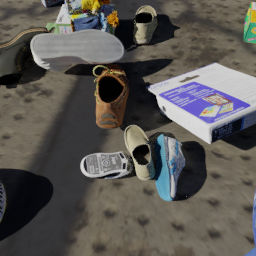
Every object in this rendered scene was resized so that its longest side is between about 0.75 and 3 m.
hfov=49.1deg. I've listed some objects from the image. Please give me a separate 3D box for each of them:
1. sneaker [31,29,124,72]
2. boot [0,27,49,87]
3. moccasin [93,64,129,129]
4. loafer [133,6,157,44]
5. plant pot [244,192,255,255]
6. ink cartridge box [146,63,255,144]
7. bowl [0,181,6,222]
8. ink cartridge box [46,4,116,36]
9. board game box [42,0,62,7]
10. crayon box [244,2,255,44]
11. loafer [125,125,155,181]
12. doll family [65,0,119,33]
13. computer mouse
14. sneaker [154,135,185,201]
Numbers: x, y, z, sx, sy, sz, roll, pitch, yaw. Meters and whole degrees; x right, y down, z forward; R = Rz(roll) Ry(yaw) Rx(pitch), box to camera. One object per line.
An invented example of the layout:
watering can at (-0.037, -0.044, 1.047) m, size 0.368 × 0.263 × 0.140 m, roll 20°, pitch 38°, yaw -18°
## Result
sneaker at (-1.627, -2.416, 8.959) m, size 2.772 × 1.602 × 1.021 m, roll -2°, pitch 89°, yaw -18°
boot at (-3.506, -2.351, 9.475) m, size 2.375 × 0.920 × 1.643 m, roll -30°, pitch 59°, yaw -8°
moccasin at (-0.511, -1.186, 8.084) m, size 1.027 × 1.084 × 2.807 m, roll 6°, pitch 38°, yaw 4°
loafer at (0.706, -4.248, 11.038) m, size 0.920 × 0.830 × 2.431 m, roll 5°, pitch 49°, yaw 4°
plant pot at (3.626, 1.797, 4.558) m, size 2.863 × 2.863 × 2.574 m, roll 24°, pitch 60°, yaw 19°
ink cartridge box at (2.456, -0.894, 8.036) m, size 2.888 × 0.632 × 2.915 m, roll -21°, pitch 36°, yaw -19°
bowl at (-3.893, 1.546, 5.843) m, size 2.301 × 1.080 × 2.301 m, roll 0°, pitch 48°, yaw 0°
ink cartridge box at (-1.946, -4.070, 10.875) m, size 2.864 × 0.849 × 1.487 m, roll 1°, pitch 49°, yaw 1°
board game box at (-3.666, -6.317, 13.031) m, size 1.763 × 0.544 × 1.762 m, roll 22°, pitch 52°, yaw 18°
crayon box at (6.044, -3.857, 10.683) m, size 2.902 × 0.846 × 1.724 m, roll 13°, pitch 50°, yaw 11°
loafer at (0.297, 0.481, 6.730) m, size 0.588 × 0.530 × 1.553 m, roll -14°, pitch 53°, yaw -9°
doll family at (-1.239, -3.956, 9.930) m, size 1.670 × 1.212 × 2.690 m, roll -13°, pitch 76°, yaw -10°
computer mouse at (-0.247, 0.900, 6.882) m, size 1.817 × 0.399 × 0.997 m, roll -4°, pitch 54°, yaw -11°
sneaker at (1.040, 0.936, 6.673) m, size 0.656 × 0.621 × 1.624 m, roll 15°, pitch 57°, yaw -20°
